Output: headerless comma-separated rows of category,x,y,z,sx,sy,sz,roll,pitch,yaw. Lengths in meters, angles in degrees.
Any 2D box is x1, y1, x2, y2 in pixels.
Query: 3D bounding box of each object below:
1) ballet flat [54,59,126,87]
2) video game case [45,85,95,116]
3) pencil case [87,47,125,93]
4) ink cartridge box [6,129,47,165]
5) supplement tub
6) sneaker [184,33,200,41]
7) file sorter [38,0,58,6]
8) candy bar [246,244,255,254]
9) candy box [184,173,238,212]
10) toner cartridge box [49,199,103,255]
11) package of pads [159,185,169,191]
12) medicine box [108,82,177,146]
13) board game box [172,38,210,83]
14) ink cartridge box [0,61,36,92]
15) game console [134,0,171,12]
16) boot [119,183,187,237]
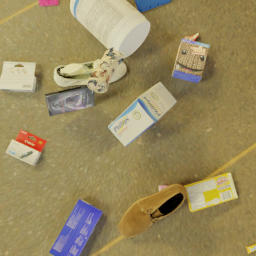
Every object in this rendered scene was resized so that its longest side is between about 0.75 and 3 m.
ballet flat,-1.521,-2.260,11.196,2.973,1.032,1.032,-9,77,-2
video game case,-2.137,-1.041,10.542,1.805,1.289,0.171,-16,63,-17
pencil case,-0.719,-1.880,9.170,0.673,0.773,1.729,37,52,-18
ink cartridge box,-3.924,0.724,10.833,1.203,0.269,1.060,23,79,5
supplement tub,-0.742,-4.416,11.250,1.898,1.898,2.877,-42,79,-9
sneaker,2.679,-3.843,11.935,0.429,0.267,0.801,39,82,6
file sorter,-3.540,-5.785,12.272,0.844,0.529,0.586,-5,77,-1
candy bar,4.710,4.246,10.064,0.955,0.106,0.238,-17,77,-3
candy box,3.037,2.346,10.286,1.870,0.247,0.956,-13,83,-10
toner cartridge box,-1.829,3.696,10.018,0.976,0.444,2.056,28,78,8
package of pads,1.605,2.419,10.374,0.948,0.359,0.571,1,79,0
medicine box,0.529,-0.496,9.920,0.982,1.738,1.908,49,41,0
board game box,2.547,-2.731,11.439,1.152,0.700,1.445,15,78,3
ink cartridge box,-4.481,-2.100,11.501,1.382,0.301,1.199,3,76,1
game console,0.904,-6.109,12.545,1.631,0.965,1.392,-21,46,-5
boot,0.783,2.918,9.725,2.839,1.071,1.045,-37,85,8
